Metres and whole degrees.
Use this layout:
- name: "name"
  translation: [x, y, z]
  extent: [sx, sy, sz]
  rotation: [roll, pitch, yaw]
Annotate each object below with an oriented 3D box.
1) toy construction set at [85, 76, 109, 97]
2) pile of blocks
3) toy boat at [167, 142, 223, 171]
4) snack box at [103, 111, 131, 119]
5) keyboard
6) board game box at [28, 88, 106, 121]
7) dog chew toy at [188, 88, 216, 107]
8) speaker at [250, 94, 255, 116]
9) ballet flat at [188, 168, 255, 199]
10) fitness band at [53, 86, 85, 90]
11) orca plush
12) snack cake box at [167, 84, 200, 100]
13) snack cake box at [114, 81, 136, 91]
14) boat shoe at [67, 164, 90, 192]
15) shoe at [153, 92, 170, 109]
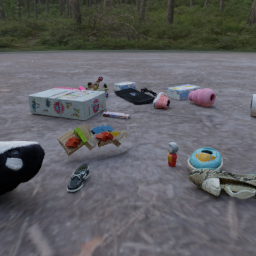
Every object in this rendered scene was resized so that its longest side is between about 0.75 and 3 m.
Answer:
- name: "toy construction set"
  translation: [-1.485, -1.727, 13.087]
  extent: [0.947, 1.028, 1.232]
  rotation: [-16, 40, 9]
- name: "pile of blocks"
  translation: [-0.804, 0.168, 6.887]
  extent: [1.785, 0.733, 0.555]
  rotation: [-8, -14, -20]
- name: "toy boat"
  translation: [1.471, 0.662, 6.246]
  extent: [1.232, 0.572, 1.035]
  rotation: [7, 21, 19]
- name: "snack box"
  translation: [-0.400, -0.476, 10.218]
  extent: [0.981, 0.119, 0.353]
  rotation: [7, 17, 19]
- name: "keyboard"
  translation: [0.511, -1.544, 13.144]
  extent: [1.607, 0.260, 2.529]
  rotation: [-15, 24, -21]
- name: "board game box"
  translation: [-2.271, -0.977, 10.733]
  extent: [2.352, 0.756, 1.735]
  rotation: [7, 20, 21]
- name: "dog chew toy"
  translation: [3.061, -1.300, 11.794]
  extent: [0.752, 0.752, 1.208]
  rotation: [-14, 17, -35]
- name: "speaker"
  translation: [5.406, -0.730, 9.917]
  extent: [1.988, 0.807, 0.807]
  rotation: [7, 20, 21]
- name: "ballet flat"
  translation: [1.878, 1.077, 5.294]
  extent: [1.441, 0.489, 0.542]
  rotation: [5, 33, 7]
- name: "fitness band"
  translation: [-2.804, -1.586, 12.997]
  extent: [1.644, 0.428, 2.289]
  rotation: [-6, 19, -16]
- name: "orca plush"
  translation: [-2.909, 0.981, 4.694]
  extent: [2.944, 1.549, 1.047]
  rotation: [-2, 50, -12]
- name: "snack cake box"
  translation: [2.631, -1.695, 13.212]
  extent: [1.411, 0.474, 0.811]
  rotation: [-14, 22, -34]
- name: "snack cake box"
  translation: [-0.172, -2.208, 14.886]
  extent: [1.047, 0.352, 0.602]
  rotation: [-16, 24, -38]
- name: "boat shoe"
  translation: [-1.027, 1.003, 5.747]
  extent: [0.318, 0.253, 0.840]
  rotation: [3, 19, 8]
- name: "shoe"
  translation: [1.495, -1.124, 11.659]
  extent: [0.586, 0.460, 1.289]
  rotation: [8, 26, 19]
